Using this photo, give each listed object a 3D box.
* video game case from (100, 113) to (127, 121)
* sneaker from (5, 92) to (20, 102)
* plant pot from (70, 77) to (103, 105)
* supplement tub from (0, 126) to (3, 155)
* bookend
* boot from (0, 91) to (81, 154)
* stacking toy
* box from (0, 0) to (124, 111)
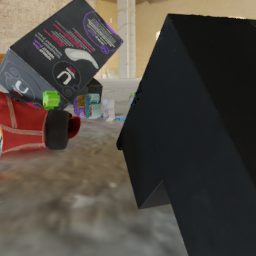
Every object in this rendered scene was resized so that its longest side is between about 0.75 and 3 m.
[{"bbox_3d":[-0.413,-0.384,9.156,0.996,0.089,0.713,10,16,38],"label":"video game case"},{"bbox_3d":[-3.562,-0.497,7.620,2.549,0.969,1.842,0,14,-15],"label":"sneaker"},{"bbox_3d":[-1.830,-1.582,12.357,1.129,1.269,1.273,24,24,33],"label":"plant pot"},{"bbox_3d":[-2.200,0.265,3.406,1.212,1.212,2.267,-4,12,-20],"label":"supplement tub"},{"bbox_3d":[0.735,0.433,2.627,0.937,2.022,2.034,-4,57,-19],"label":"bookend"},{"bbox_3d":[-2.194,-0.194,6.141,2.102,1.055,2.914,-4,20,-20],"label":"boot"},{"bbox_3d":[-1.076,-0.489,7.062,2.195,0.684,2.911,-2,2,-23],"label":"stacking toy"},{"bbox_3d":[-1.669,-1.785,7.263,1.509,1.739,2.845,-30,21,48],"label":"box"}]
